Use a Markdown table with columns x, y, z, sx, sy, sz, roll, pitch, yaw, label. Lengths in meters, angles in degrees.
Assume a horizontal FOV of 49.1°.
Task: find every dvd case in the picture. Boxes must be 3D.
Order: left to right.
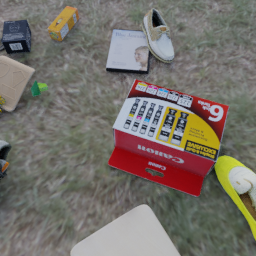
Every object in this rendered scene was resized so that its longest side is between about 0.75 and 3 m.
| x | y | z | sx | sy | sz | roll | pitch | yaw | label |
| --- | --- | --- | --- | --- | --- | --- | --- | --- | --- |
| 0.073 | -2.816 | 10.163 | 1.484 | 0.182 | 2.080 | 5 | 58 | 3 | dvd case |

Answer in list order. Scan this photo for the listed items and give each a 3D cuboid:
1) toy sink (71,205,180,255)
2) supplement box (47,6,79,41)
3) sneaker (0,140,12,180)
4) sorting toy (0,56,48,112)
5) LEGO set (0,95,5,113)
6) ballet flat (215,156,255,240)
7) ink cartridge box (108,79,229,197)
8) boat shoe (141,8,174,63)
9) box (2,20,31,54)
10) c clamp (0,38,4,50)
| x | y | z | sx | sy | sz | roll | pitch | yaw | label |
| --- | --- | --- | --- | --- | --- | --- | --- | --- | --- |
| 0.292 | 3.286 | 5.616 | 1.805 | 1.551 | 2.769 | -28 | 68 | -16 | toy sink |
| -2.450 | -4.006 | 10.721 | 0.495 | 0.511 | 1.487 | 20 | 59 | 13 | supplement box |
| -3.559 | 1.241 | 7.101 | 0.875 | 0.816 | 2.207 | 2 | 62 | -1 | sneaker |
| -3.628 | -1.308 | 9.019 | 2.149 | 0.316 | 1.588 | 25 | 82 | 16 | sorting toy |
| -4.519 | -0.864 | 8.496 | 1.320 | 0.765 | 1.015 | 33 | 81 | 17 | LEGO set |
| 3.137 | 1.749 | 6.903 | 0.945 | 0.948 | 2.828 | -16 | 60 | -10 | ballet flat |
| 1.071 | 0.220 | 7.719 | 2.754 | 1.155 | 2.418 | 17 | 61 | 10 | ink cartridge box |
| 1.099 | -3.327 | 10.025 | 0.805 | 0.737 | 2.154 | -14 | 66 | -25 | boat shoe |
| -4.049 | -3.336 | 10.231 | 0.840 | 0.606 | 1.132 | -7 | 59 | -4 | box |
| -5.045 | -3.152 | 10.399 | 0.996 | 0.135 | 0.851 | -5 | 59 | -3 | c clamp |
